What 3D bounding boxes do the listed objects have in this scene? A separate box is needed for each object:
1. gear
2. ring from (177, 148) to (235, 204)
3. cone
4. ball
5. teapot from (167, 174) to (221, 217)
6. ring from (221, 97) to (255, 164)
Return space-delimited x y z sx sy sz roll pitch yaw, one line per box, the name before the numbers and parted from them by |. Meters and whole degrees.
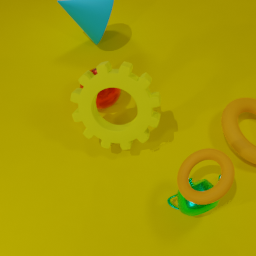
gear | -0.260 -0.450 6.079 1.925 1.925 0.356 9 27 7
ring | 1.375 0.850 5.048 1.079 0.216 1.079 -26 42 26
cone | -1.438 -3.608 8.683 1.540 1.534 1.534 17 51 -19
ball | -0.722 -1.046 7.391 1.092 1.092 1.092 0 54 0
teapot | 1.369 1.280 5.466 1.364 0.848 0.668 -29 79 27
ring | 3.104 0.053 6.706 1.854 0.371 1.854 8 57 -13
